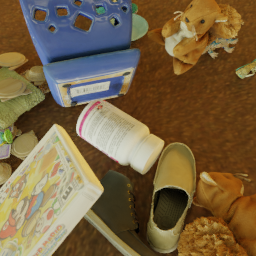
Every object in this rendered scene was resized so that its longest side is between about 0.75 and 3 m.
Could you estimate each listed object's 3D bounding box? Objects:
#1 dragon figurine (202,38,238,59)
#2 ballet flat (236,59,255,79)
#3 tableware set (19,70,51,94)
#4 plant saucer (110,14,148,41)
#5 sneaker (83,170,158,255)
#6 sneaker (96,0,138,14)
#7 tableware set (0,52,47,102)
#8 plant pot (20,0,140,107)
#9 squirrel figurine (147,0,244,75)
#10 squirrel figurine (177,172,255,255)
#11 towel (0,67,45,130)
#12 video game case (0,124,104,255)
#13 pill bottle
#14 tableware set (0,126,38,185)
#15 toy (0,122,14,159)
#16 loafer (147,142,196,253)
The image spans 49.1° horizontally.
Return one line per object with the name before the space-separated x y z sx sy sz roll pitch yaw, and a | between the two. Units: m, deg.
dragon figurine | 3.171 -3.329 10.423 2.540 0.747 1.263 -21 60 -14
ballet flat | 4.388 -2.127 9.866 1.368 0.483 0.483 -30 62 -19
tableware set | -3.206 -1.612 9.658 1.097 0.152 1.313 -18 59 -11
plant saucer | -0.055 -3.887 11.038 1.699 0.327 1.699 0 57 -1
sneaker | 0.039 2.124 6.705 2.643 0.989 1.404 36 66 22
sneaker | -0.578 -5.020 11.489 1.996 0.798 0.712 -4 57 -2
tableware set | -3.863 -1.752 9.225 2.655 0.308 2.218 26 46 23
plant pot | -1.261 -2.304 8.319 2.953 2.953 2.655 -13 80 -11
squirrel figurine | 1.963 -2.838 7.630 2.243 2.094 1.587 -25 78 -18
squirrel figurine | 2.306 2.186 6.228 2.730 1.932 2.548 -30 55 -21
towel | -4.007 -1.045 8.959 2.520 0.460 1.870 30 60 29
video game case | -1.468 1.127 3.978 2.196 0.276 2.413 -51 28 -2
pill bottle | -0.216 0.236 7.785 2.234 1.266 1.266 32 62 19
tableware set | -3.655 0.678 8.104 1.714 0.238 2.052 33 66 25
toy | -4.551 0.402 7.962 2.395 0.565 1.379 -10 51 -2
loafer | 1.186 1.551 7.079 1.120 1.010 2.959 11 58 7
